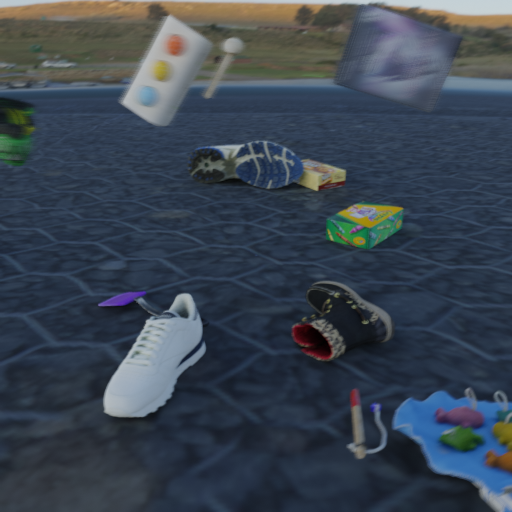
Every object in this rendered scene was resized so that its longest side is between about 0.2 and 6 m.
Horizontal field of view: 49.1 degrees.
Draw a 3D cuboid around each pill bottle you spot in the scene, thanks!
[{"bbox_3d":[2.248,2.118,4.991,0.349,0.349,0.622,-9,24,-22],"label":"pill bottle"}]

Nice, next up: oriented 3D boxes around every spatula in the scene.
[{"bbox_3d":[-1.523,0.813,8.480,2.015,0.207,0.570,13,25,30],"label":"spatula"}]

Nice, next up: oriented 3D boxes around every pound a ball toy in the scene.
[{"bbox_3d":[-1.719,-4.225,12.944,1.716,2.632,1.118,34,16,1],"label":"pound a ball toy"}]

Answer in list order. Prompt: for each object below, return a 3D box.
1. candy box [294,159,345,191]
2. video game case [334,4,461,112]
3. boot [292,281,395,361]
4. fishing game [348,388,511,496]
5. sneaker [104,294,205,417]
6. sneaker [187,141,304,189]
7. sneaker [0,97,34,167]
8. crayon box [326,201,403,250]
[{"bbox_3d":[1.619,-2.340,16.062,1.000,0.479,1.732,-13,25,-30],"label":"candy box"},{"bbox_3d":[2.648,-3.668,10.515,2.019,1.442,0.191,13,24,-11],"label":"video game case"},{"bbox_3d":[0.985,0.891,7.841,1.179,0.573,1.565,-16,33,-36],"label":"boot"},{"bbox_3d":[2.383,1.701,5.446,2.936,0.456,2.102,6,9,8],"label":"fishing game"},{"bbox_3d":[-1.245,1.180,6.790,0.748,0.788,1.957,8,25,15],"label":"sneaker"},{"bbox_3d":[-0.199,-2.734,16.082,3.364,1.296,1.433,8,19,18],"label":"sneaker"},{"bbox_3d":[-4.239,-2.173,9.574,0.757,0.826,1.940,6,30,-26],"label":"sneaker"},{"bbox_3d":[2.316,-0.679,11.849,0.992,0.486,1.669,15,26,34],"label":"crayon box"}]
